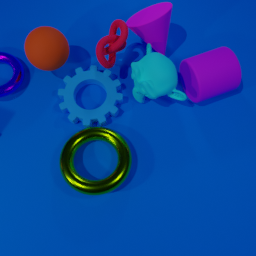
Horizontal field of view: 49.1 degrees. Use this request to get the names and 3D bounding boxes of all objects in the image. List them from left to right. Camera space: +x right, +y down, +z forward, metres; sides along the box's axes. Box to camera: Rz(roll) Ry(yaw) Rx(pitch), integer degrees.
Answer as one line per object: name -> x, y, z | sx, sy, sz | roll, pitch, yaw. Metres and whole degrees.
ring -> -3.851, -1.566, 8.140 | 1.613, 0.323, 1.613 | 4, 63, -7
ball -> -2.211, -2.166, 7.679 | 1.178, 1.178, 1.178 | 0, 72, 0
gear -> -1.062, -0.905, 8.026 | 1.804, 0.334, 1.804 | 0, 73, 0
ring -> -0.842, 0.818, 7.324 | 1.898, 0.380, 1.898 | 0, 62, -1
knot shape -> -0.464, -2.178, 7.578 | 0.599, 1.297, 1.214 | 30, 62, -4
monkey head -> 0.691, -1.301, 7.601 | 1.151, 1.375, 1.911 | -26, 74, -18
cone -> 0.820, -2.622, 8.036 | 1.349, 1.354, 1.349 | -19, 36, 14
cylinder -> 2.243, -1.469, 7.757 | 1.233, 1.233, 1.233 | -20, 73, -6
